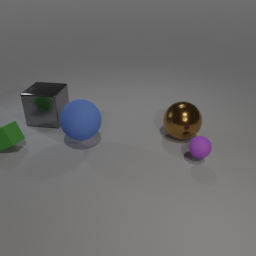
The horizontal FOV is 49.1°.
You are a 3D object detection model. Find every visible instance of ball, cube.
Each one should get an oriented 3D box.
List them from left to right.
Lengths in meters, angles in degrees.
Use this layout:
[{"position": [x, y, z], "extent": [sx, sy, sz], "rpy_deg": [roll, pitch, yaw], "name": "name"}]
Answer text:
[{"position": [-4.150, 0.274, 9.626], "extent": [0.700, 0.700, 0.700], "rpy_deg": [-20, 14, 20], "name": "cube"}, {"position": [-3.302, -0.966, 11.433], "extent": [1.400, 1.400, 1.400], "rpy_deg": [4, 30, 8], "name": "cube"}, {"position": [-1.606, -0.276, 9.534], "extent": [1.400, 1.400, 1.400], "rpy_deg": [0, 29, 0], "name": "ball"}, {"position": [1.982, -0.267, 10.197], "extent": [1.400, 1.400, 1.400], "rpy_deg": [0, 29, 0], "name": "ball"}, {"position": [2.270, 0.599, 8.804], "extent": [0.700, 0.700, 0.700], "rpy_deg": [0, 29, 0], "name": "ball"}]
